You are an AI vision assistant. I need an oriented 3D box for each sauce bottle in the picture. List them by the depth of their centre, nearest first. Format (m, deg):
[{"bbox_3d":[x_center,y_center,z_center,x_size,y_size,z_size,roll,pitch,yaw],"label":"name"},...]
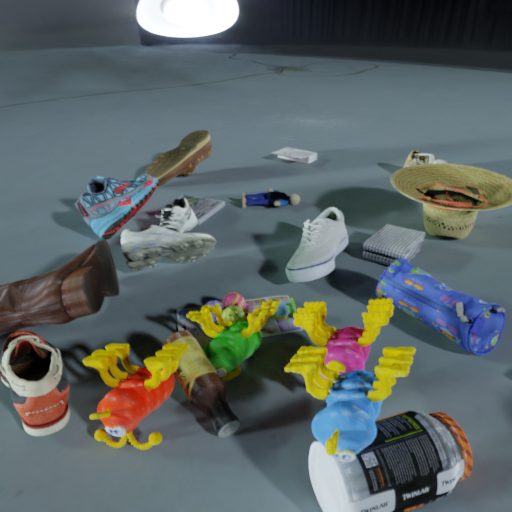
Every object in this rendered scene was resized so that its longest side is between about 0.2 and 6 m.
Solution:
[{"bbox_3d":[-0.724,1.664,7.347,0.515,0.515,1.559,-15,43,-27],"label":"sauce bottle"}]

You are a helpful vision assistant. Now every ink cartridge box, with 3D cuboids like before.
[{"bbox_3d":[1.151,-3.076,17.339,1.137,0.254,1.002,18,30,32],"label":"ink cartridge box"}]

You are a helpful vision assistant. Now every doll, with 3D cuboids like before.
[{"bbox_3d":[0.372,-1.426,13.951,1.438,0.348,0.981,-1,28,-2],"label":"doll"}]

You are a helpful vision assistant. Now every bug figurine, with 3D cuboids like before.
[{"bbox_3d":[0.065,1.444,6.965,4.052,1.043,3.142,-4,13,28],"label":"bug figurine"}]

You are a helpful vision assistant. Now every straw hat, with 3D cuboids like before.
[{"bbox_3d":[4.195,-1.001,12.149,2.848,1.205,2.848,-1,27,1],"label":"straw hat"}]

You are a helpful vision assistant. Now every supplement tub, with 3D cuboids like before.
[{"bbox_3d":[1.430,2.228,5.970,1.559,0.955,0.955,-10,28,-18],"label":"supplement tub"}]

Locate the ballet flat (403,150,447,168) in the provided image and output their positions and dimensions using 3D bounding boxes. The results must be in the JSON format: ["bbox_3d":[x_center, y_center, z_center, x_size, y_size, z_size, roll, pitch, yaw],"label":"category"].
[{"bbox_3d":[4.797,-2.356,15.342,0.803,0.744,2.279,-5,28,-22],"label":"ballet flat"}]

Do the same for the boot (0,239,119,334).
[{"bbox_3d":[-4.007,0.653,9.227,3.162,1.016,2.947,-14,9,0],"label":"boot"}]

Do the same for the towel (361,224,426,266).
[{"bbox_3d":[2.782,-0.184,11.355,0.935,0.483,1.129,16,32,32],"label":"towel"}]

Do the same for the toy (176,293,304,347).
[{"bbox_3d":[-0.307,0.911,9.158,1.967,0.464,1.132,-4,27,-9],"label":"toy"}]

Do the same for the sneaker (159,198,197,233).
[{"bbox_3d":[-1.854,-0.678,11.852,0.639,0.741,1.690,-10,24,22],"label":"sneaker"}]

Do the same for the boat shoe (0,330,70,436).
[{"bbox_3d":[-3.051,1.491,7.589,0.840,0.739,2.361,-17,25,-24],"label":"boat shoe"}]

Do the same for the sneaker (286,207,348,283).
[{"bbox_3d":[1.129,-0.260,10.855,0.910,0.882,2.493,-8,18,25],"label":"sneaker"}]

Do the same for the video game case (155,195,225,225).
[{"bbox_3d":[-1.585,-1.136,13.603,1.206,0.146,1.323,11,30,21],"label":"video game case"}]

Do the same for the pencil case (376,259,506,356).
[{"bbox_3d":[2.888,0.766,8.958,0.931,0.837,2.145,28,4,-41],"label":"pencil case"}]

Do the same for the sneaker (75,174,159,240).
[{"bbox_3d":[-3.130,-1.462,12.662,1.250,1.038,2.617,43,28,-9],"label":"sneaker"}]

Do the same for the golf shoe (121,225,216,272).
[{"bbox_3d":[-1.704,-0.323,10.891,1.880,0.736,0.914,-7,52,-32],"label":"golf shoe"}]

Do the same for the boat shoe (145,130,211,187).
[{"bbox_3d":[-2.070,-2.592,15.716,0.903,0.847,2.508,13,46,35],"label":"boat shoe"}]
